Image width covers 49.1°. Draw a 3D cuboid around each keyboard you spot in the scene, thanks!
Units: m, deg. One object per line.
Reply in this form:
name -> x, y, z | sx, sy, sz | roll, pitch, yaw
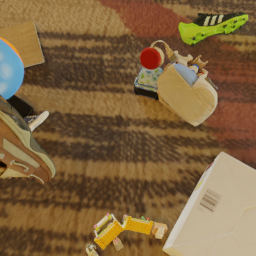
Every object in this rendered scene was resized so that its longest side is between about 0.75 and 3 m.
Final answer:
keyboard -> -4.545, 0.079, 9.148 | 1.513, 0.576, 2.907 | 37, 66, -8

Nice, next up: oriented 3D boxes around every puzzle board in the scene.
puzzle board -> -4.779, -2.928, 10.651 | 2.831, 0.246, 2.134 | -17, 66, -8

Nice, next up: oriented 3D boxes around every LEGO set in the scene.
LEGO set -> -0.124, 2.770, 7.713 | 2.269, 0.844, 1.044 | -19, 100, -14

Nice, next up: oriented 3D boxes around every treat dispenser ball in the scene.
treat dispenser ball -> -3.466, -1.454, 6.888 | 1.704, 1.704, 1.704 | 0, 64, 0

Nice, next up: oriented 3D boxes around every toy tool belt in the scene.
toy tool belt -> 1.746, -1.583, 9.083 | 2.896, 1.808, 1.780 | 47, 38, -2

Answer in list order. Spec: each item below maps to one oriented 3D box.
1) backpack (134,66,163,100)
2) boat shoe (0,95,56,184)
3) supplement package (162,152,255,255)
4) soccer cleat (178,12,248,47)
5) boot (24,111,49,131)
backpack -> 0.771, -1.685, 9.721 | 1.000, 0.803, 1.093 | 15, 61, 3
boat shoe -> -2.482, 0.500, 5.965 | 1.094, 2.891, 1.068 | 35, 66, 27
supplement package -> 2.568, 2.487, 7.235 | 2.183, 1.554, 2.803 | 30, 67, 13
soccer cleat -> 3.288, -4.070, 10.830 | 2.729, 0.921, 1.106 | -19, 69, -6
boot -> -3.128, -0.293, 9.248 | 0.459, 0.370, 1.016 | 42, 71, 6
